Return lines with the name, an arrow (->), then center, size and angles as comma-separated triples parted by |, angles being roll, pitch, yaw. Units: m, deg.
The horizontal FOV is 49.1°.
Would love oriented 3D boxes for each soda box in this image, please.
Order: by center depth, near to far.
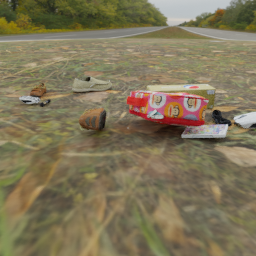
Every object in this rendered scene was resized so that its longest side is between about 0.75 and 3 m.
soda box -> 1.951, -1.169, 10.592 | 2.475, 0.792, 0.838 | -2, 22, -7

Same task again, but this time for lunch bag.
lunch bag -> 0.989, -0.672, 8.393 | 2.084, 0.969, 2.365 | 5, 8, -18

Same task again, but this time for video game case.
video game case -> 2.222, 0.087, 8.078 | 1.180, 0.106, 0.845 | -1, 19, 26

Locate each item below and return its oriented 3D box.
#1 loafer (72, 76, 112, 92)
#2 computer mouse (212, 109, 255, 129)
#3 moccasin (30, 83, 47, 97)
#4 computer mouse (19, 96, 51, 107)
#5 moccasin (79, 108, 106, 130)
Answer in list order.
loafer -> -1.642, -2.072, 13.047 | 1.935, 0.661, 0.732 | -11, 24, -26
computer mouse -> 3.764, -0.294, 8.841 | 2.046, 0.449, 1.122 | 2, 20, 4
moccasin -> -3.906, -1.673, 12.216 | 0.503, 0.531, 1.375 | 3, 22, 8
computer mouse -> -3.702, -1.052, 11.069 | 1.164, 0.255, 0.638 | 8, 27, 6
moccasin -> -1.028, -0.229, 8.042 | 0.732, 0.693, 1.896 | 6, 11, 1
